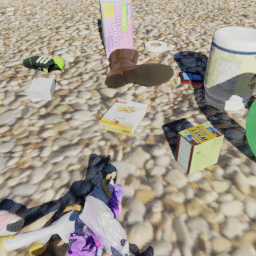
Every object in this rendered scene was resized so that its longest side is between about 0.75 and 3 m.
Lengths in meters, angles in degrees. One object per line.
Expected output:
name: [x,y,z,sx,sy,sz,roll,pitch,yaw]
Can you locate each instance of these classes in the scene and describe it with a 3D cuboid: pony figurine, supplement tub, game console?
pony figurine: [-0.733,1.888,4.703,2.398,1.997,2.315,-34,37,-16]
supplement tub: [3.394,-1.903,9.056,1.671,2.305,1.671,0,37,0]
game console: [2.502,-1.975,10.969,0.844,0.148,0.954,1,37,2]

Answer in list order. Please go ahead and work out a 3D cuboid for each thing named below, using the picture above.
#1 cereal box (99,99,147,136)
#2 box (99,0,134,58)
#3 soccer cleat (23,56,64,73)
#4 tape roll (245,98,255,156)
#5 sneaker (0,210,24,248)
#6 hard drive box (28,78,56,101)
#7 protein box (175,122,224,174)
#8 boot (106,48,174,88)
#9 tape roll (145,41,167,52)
cereal box: [-0.114,-0.377,8.705,1.050,0.288,1.460,13,39,17]
box: [-0.572,-4.836,12.906,1.268,2.307,2.623,-7,36,-4]
soccer cleat: [-3.485,-2.583,11.474,1.712,0.578,0.694,-2,53,0]
tape roll: [4.117,0.028,5.973,2.919,2.919,0.701,23,42,28]
sneaker: [-2.639,2.023,5.404,0.585,0.421,1.120,23,37,24]
hard drive box: [-3.061,-1.402,10.003,0.769,0.379,0.986,-2,37,-2]
protein box: [1.762,0.496,7.012,0.917,0.924,0.624,-18,40,-22]
boot: [0.406,-2.567,11.111,2.572,0.886,2.759,-4,33,5]
tape roll: [1.351,-3.960,13.574,1.073,0.196,1.073,1,37,0]
